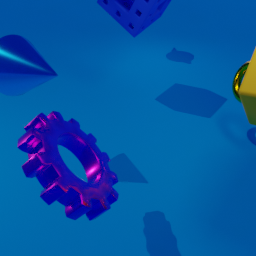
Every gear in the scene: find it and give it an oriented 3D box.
[{"bbox_3d":[-0.740,0.473,3.803,0.285,1.539,1.539,-38,37,18],"label":"gear"}]

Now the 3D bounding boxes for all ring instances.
[{"bbox_3d":[2.994,-1.111,6.831,0.220,1.101,1.101,6,35,-25],"label":"ring"}]

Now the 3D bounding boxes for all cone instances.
[{"bbox_3d":[-1.643,-1.015,4.958,1.137,1.133,1.133,16,42,30],"label":"cone"}]

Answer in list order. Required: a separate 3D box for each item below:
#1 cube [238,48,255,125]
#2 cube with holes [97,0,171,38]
[{"bbox_3d":[2.936,-0.773,4.865,1.387,1.387,1.387,18,78,35],"label":"cube"},{"bbox_3d":[0.315,-3.588,7.302,1.393,1.393,1.393,43,58,0],"label":"cube with holes"}]
